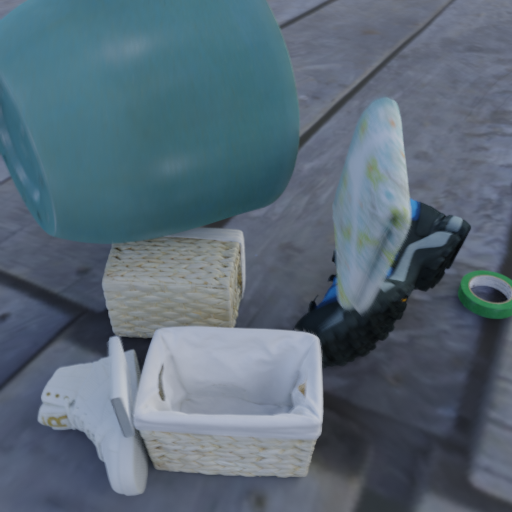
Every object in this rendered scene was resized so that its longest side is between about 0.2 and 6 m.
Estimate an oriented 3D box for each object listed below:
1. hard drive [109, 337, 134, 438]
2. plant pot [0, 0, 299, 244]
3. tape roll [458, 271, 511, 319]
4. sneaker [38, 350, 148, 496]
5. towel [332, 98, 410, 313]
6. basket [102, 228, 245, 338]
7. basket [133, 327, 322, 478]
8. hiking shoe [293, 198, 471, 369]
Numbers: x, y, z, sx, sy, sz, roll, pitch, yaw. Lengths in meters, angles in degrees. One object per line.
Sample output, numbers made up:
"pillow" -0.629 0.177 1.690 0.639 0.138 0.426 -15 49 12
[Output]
"hard drive" -1.367 1.311 5.671 0.114 0.571 0.865 -12 35 -8
"plant pot" -1.576 -1.680 6.644 2.693 3.356 3.356 -25 45 -28
"tape roll" 3.390 0.555 8.144 0.844 0.203 0.844 0 38 0
"sneaker" -1.806 1.874 6.143 1.126 0.718 1.949 -10 30 -10
"towel" 1.202 -0.479 5.958 0.439 1.825 1.562 4 54 -3
"basket" -1.075 0.386 7.560 1.786 1.210 1.102 2 40 3
"basket" -0.246 1.603 6.061 1.847 1.139 1.252 1 39 3
"hiking shoe" 1.458 0.249 7.573 1.428 1.225 3.294 37 51 27
